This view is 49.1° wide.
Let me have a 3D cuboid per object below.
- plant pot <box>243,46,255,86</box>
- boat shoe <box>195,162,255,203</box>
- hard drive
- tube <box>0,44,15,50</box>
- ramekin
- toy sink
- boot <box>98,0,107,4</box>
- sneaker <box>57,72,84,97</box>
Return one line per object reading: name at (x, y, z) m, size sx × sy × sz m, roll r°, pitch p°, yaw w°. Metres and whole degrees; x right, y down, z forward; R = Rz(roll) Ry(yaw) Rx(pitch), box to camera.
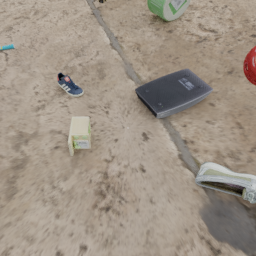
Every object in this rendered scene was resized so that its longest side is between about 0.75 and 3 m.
plant pot at (2.977, -1.360, 5.823) m, size 0.991 × 0.991 × 0.902 m, roll 15°, pitch 7°, yaw 13°
boat shoe at (2.989, 1.637, 7.752) m, size 2.191 × 0.808 × 0.703 m, roll 21°, pitch 57°, yaw 23°
hard drive at (1.714, -1.303, 10.520) m, size 2.526 × 0.535 × 1.704 m, roll -24°, pitch 52°, yaw -20°
tube at (-5.657, -3.729, 12.960) m, size 0.786 × 0.198 × 0.304 m, roll -11°, pitch 36°, yaw -4°
ramekin at (2.189, -6.609, 14.216) m, size 2.255 × 2.255 × 1.102 m, roll -28°, pitch 61°, yaw -23°
toy sink at (-1.510, 0.270, 8.988) m, size 0.621 × 0.723 × 1.109 m, roll 0°, pitch 47°, yaw -1°
boot at (-0.759, -3.788, 7.820) m, size 0.325 × 0.669 × 0.889 m, roll -6°, pitch 61°, yaw 4°
sneaker at (-2.285, -1.714, 10.864) m, size 1.372 × 0.580 × 0.514 m, roll 32°, pitch 55°, yaw 25°
